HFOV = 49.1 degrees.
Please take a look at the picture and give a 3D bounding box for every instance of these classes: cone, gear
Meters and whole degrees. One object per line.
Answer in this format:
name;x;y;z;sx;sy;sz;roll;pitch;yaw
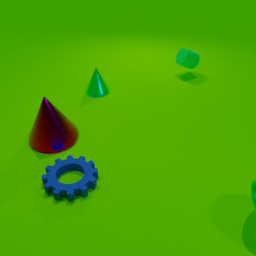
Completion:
cone;-1.143;-1.778;10.297;0.964;0.967;0.964;0;35;0
gear;-1.387;1.179;6.777;1.309;0.242;1.309;0;35;0
cone;-2.157;-0.298;7.666;1.422;1.427;1.422;0;43;0

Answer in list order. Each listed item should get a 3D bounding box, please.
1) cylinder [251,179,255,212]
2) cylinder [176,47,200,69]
cylinder;3.145;1.394;5.341;1.137;1.137;1.137;-26;20;36
cylinder;2.462;-2.864;11.552;0.716;0.716;0.716;11;27;-31
